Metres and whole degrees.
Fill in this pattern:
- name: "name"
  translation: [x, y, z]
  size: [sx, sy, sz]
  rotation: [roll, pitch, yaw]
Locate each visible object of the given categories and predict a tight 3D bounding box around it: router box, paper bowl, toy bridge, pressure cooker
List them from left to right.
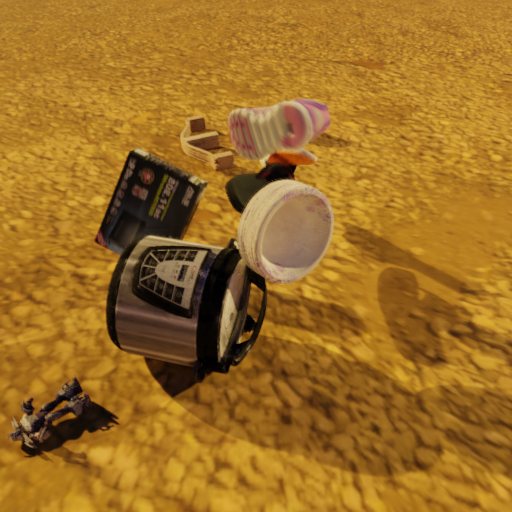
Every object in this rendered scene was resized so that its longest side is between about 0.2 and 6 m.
- name: "router box"
  translation: [-2.035, -0.830, 10.828]
  size: [1.519, 2.027, 0.630]
  rotation: [26, 18, 0]
- name: "pressure cooker"
  translation: [-0.976, 0.748, 9.020]
  size: [2.301, 2.023, 2.055]
  rotation: [10, 19, 12]
- name: "toy bridge"
  translation: [-1.568, -3.211, 15.941]
  size: [1.046, 0.423, 3.111]
  rotation: [-14, 38, -15]
- name: "paper bowl"
  translation: [0.386, -0.407, 8.647]
  size: [1.549, 1.549, 0.806]
  rotation: [-24, 34, -30]

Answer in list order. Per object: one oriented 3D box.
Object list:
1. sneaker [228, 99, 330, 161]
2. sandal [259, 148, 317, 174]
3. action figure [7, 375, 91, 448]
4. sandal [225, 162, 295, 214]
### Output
- name: "sneaker"
  translation: [0.414, -2.285, 9.881]
  size: [1.024, 0.932, 2.317]
  rotation: [-28, 21, -32]
- name: "sandal"
  translation: [0.525, -1.979, 12.013]
  size: [0.824, 0.616, 2.150]
  rotation: [27, -2, -22]
- name: "action figure"
  translation: [-3.072, 2.313, 8.198]
  size: [1.220, 0.423, 0.794]
  rotation: [-32, 52, -32]
- name: "sandal"
  translation: [0.310, -1.318, 10.624]
  size: [0.586, 0.921, 2.450]
  rotation: [-27, 3, 32]
